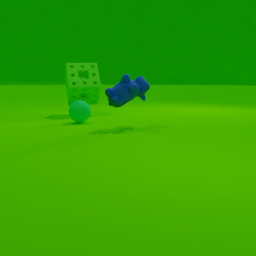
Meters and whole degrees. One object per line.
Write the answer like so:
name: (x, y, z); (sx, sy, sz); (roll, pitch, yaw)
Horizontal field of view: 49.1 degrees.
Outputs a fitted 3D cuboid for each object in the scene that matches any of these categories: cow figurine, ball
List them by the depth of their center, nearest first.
cow figurine: (-0.002, -1.051, 8.330); (1.372, 0.753, 1.350); (-37, -14, -3)
ball: (-1.616, -0.554, 9.383); (0.746, 0.746, 0.746); (0, 10, 0)

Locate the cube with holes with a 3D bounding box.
cube with holes: (-1.850, -1.768, 11.372); (1.218, 1.218, 1.218); (-4, -29, -16)
